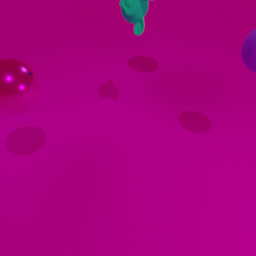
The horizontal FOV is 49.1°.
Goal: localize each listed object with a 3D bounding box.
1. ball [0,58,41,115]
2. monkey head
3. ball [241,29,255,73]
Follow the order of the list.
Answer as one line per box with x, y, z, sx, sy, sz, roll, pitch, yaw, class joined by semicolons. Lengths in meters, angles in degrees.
-2.418;-0.852;5.800;1.169;1.169;1.169;0;41;0;ball
0.286;-3.070;6.854;1.008;1.401;0.844;-4;-7;22;monkey head
2.957;-1.656;5.945;1.033;1.033;1.033;0;41;0;ball
